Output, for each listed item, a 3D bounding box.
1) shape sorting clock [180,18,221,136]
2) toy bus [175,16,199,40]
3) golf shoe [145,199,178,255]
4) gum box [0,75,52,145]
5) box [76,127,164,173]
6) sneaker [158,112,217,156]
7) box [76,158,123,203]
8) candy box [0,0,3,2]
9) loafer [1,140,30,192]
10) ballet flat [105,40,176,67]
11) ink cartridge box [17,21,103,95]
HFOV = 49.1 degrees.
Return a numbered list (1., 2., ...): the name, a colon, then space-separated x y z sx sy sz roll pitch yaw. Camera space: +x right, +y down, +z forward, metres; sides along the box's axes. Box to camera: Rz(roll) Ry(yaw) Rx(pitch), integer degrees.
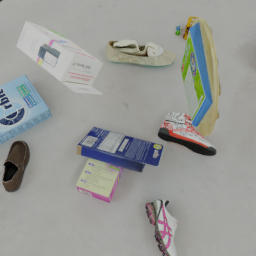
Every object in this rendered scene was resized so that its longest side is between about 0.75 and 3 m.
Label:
1. shape sorting clock: 1.698 -1.132 6.447 0.519 2.645 2.645 -9 59 2
2. toy bus: 2.485 -3.860 10.927 1.036 0.567 1.098 -25 61 -15
3. golf shoe: 0.968 2.521 6.994 0.713 0.562 1.548 -13 59 -8
4. gum box: -3.812 -0.565 8.950 2.125 0.473 1.805 -32 63 -18
5. box: -0.160 0.609 7.896 2.223 0.360 1.347 14 25 9
6. sneaker: 1.890 0.112 8.451 1.811 0.605 0.970 20 63 15
7. box: -0.754 1.357 7.734 0.951 0.523 1.082 17 61 10
8. candy box: -3.638 -2.817 6.264 1.954 0.699 1.639 -32 34 3
9. loafer: -3.179 0.991 7.937 0.575 0.559 1.575 -3 58 -2
10. ballet flat: 0.471 -2.725 10.065 2.609 0.814 0.880 2 53 1
11. ink cartridge box: -1.379 -1.536 6.273 1.954 1.144 0.658 38 109 20
